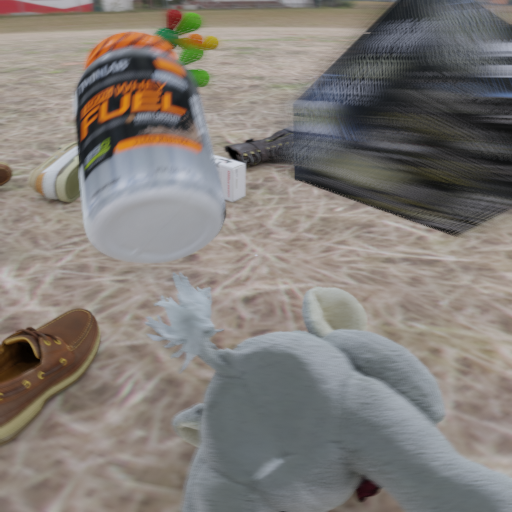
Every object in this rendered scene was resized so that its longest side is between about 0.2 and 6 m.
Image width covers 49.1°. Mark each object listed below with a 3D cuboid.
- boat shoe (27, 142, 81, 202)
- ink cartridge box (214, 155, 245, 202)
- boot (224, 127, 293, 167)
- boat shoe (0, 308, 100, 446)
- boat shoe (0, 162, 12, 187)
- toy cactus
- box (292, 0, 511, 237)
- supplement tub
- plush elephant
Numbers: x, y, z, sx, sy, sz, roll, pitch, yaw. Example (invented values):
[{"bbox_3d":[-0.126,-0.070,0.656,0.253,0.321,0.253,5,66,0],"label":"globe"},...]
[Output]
[{"bbox_3d":[-4.274,-2.280,13.376,1.031,1.127,3.015,11,30,8],"label":"boat shoe"},{"bbox_3d":[-0.798,-1.788,12.768,1.120,0.822,0.464,22,34,33],"label":"ink cartridge box"},{"bbox_3d":[0.486,-2.688,14.701,2.097,0.834,2.409,-20,30,-24],"label":"boot"},{"bbox_3d":[-2.721,1.285,6.970,0.845,0.793,2.347,9,29,16],"label":"boat shoe"},{"bbox_3d":[-6.512,-1.623,12.682,1.921,0.692,0.649,-15,36,-14],"label":"boat shoe"},{"bbox_3d":[-2.042,-3.799,11.247,2.167,2.626,1.343,17,5,0],"label":"toy cactus"},{"bbox_3d":[1.883,-1.278,5.625,2.395,1.961,1.031,15,61,-27],"label":"box"},{"bbox_3d":[-1.253,-1.253,6.294,1.475,1.475,2.408,-7,60,-14],"label":"supplement tub"},{"bbox_3d":[0.435,1.549,5.237,3.061,2.521,2.370,52,10,19],"label":"plush elephant"}]
